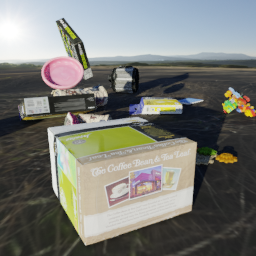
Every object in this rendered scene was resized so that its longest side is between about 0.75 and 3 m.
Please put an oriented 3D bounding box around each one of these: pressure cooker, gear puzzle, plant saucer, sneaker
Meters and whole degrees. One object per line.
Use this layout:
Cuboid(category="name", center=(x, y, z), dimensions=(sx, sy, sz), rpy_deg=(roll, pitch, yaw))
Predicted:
Cuboid(category="pressure cooker", center=(-0.377, -3.581, 20.868), dimensions=(2.220, 1.953, 1.983), rpy_deg=(3, 43, 14))
Cuboid(category="gear puzzle", center=(2.064, 0.722, 8.429), dimensions=(2.324, 0.304, 1.204), rpy_deg=(9, 18, 31))
Cuboid(category="plant saucer", center=(-2.128, -1.763, 9.209), dimensions=(1.345, 0.341, 1.345), rpy_deg=(3, 59, -5))
Cuboid(category="sneaker", center=(-2.219, -0.067, 11.034), dimensions=(0.476, 0.565, 1.291), rpy_deg=(24, 22, -39))

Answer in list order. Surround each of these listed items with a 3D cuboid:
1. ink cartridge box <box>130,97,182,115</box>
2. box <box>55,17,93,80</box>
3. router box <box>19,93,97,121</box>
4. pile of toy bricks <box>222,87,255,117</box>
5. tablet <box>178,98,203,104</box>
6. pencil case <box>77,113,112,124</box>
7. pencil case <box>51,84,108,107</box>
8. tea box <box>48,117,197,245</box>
Cuboid(category="ink cartridge box", center=(1.389, -1.237, 15.013), dimensions=(2.600, 0.611, 2.570), rpy_deg=(2, 16, 0))
Cuboid(category="box", center=(-2.375, -3.490, 12.473), dimensions=(0.492, 2.071, 2.000), rpy_deg=(-27, 57, -12))
Cuboid(category="router box", center=(-3.148, -0.900, 12.288), dimensions=(2.908, 0.759, 2.286), rpy_deg=(-8, 1, -26))
Cuboid(category="pile of toy bricks", center=(5.354, -1.183, 14.286), dimensions=(1.137, 1.277, 2.302), rpy_deg=(-37, 26, 9))
Cuboid(category="tablet", center=(3.761, -1.650, 17.309), dimensions=(1.120, 0.118, 1.721), rpy_deg=(14, 20, 41))
Cuboid(category="pencil case", center=(-1.419, -0.325, 11.742), dimensions=(1.414, 0.550, 0.633), rpy_deg=(3, 25, 9))
Cuboid(category="pencil case", center=(-2.626, -1.683, 15.351), dimensions=(2.892, 1.125, 1.294), rpy_deg=(-10, 55, -31))
Cuboid(category="tea box", center=(-0.217, 0.821, 5.770), dimensions=(2.286, 1.528, 2.249), rpy_deg=(-8, 17, -26))
